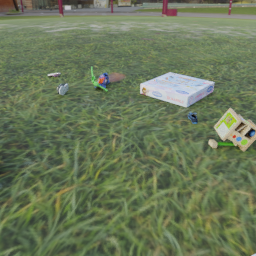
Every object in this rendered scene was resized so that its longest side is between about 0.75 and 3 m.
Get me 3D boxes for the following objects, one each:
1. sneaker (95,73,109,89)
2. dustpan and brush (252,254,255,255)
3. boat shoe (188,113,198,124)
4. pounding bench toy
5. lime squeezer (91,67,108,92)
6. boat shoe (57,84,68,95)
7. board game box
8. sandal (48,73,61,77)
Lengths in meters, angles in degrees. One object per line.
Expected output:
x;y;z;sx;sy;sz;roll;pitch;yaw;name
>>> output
-1.437;-2.583;15.329;0.606;0.631;1.609;3;28;8;sneaker
2.237;3.034;4.442;2.725;0.780;1.902;-15;31;-26;dustpan and brush
2.750;-0.476;11.667;0.365;0.298;0.867;-5;28;-9;boat shoe
3.643;0.282;9.707;1.114;1.428;0.887;27;24;-17;pounding bench toy
-1.640;-2.500;14.568;0.542;1.535;0.289;-33;-2;-26;lime squeezer
-3.430;-1.981;14.384;0.404;0.507;1.340;3;16;4;boat shoe
2.537;-2.054;14.372;2.762;0.568;2.755;22;35;36;board game box
-4.455;-3.202;17.000;0.863;0.212;0.351;-4;10;21;sandal
